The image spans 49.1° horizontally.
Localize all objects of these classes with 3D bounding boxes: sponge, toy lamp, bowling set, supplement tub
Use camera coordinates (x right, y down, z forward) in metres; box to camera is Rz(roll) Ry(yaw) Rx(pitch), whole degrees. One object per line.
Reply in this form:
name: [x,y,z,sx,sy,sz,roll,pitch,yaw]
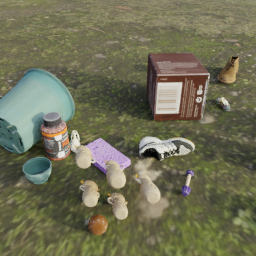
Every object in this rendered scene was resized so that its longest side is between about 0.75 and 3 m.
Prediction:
sponge: [-0.783,0.955,9.429,0.917,0.245,1.644,-26,41,-34]
toy lamp: [1.790,1.648,8.382,0.279,0.279,0.960,12,36,17]
bowling set: [-0.644,1.681,7.357,2.574,1.791,1.382,32,4,-12]
supplement tub: [-2.411,0.266,9.284,0.831,1.554,0.831,0,35,0]

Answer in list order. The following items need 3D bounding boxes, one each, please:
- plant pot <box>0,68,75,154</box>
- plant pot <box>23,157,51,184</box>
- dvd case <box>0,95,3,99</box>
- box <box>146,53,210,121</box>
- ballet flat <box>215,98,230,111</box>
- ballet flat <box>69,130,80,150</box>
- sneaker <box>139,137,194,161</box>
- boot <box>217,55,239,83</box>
plant pot: [-3.571,-0.495,9.967,2.398,2.398,2.349,16,45,23]
plant pot: [-2.725,1.360,8.554,0.823,0.551,0.823,0,34,0]
dvd case: [-7.365,-1.092,12.401,2.775,0.343,2.086,11,36,16]
box: [1.969,-1.817,11.919,2.060,2.081,2.508,-2,34,-3]
ballet flat: [4.237,-1.148,12.472,0.381,0.381,1.059,-6,34,-9]
ballet flat: [-1.932,0.442,10.097,0.383,0.383,1.068,-7,34,-10]
sneaker: [1.271,0.789,9.359,1.841,0.696,0.807,0,37,15]
boot: [5.399,-3.144,14.933,0.936,0.960,2.544,17,38,20]
